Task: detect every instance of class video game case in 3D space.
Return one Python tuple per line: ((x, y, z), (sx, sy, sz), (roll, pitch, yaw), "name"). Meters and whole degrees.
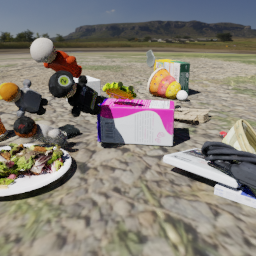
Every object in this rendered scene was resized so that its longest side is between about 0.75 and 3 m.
((2.226, 0.975, 7.358), (1.976, 0.231, 1.796), (16, 14, 39), "video game case")

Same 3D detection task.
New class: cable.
((3.070, 0.788, 6.471), (2.329, 0.725, 2.854), (0, 14, -40), "cable")

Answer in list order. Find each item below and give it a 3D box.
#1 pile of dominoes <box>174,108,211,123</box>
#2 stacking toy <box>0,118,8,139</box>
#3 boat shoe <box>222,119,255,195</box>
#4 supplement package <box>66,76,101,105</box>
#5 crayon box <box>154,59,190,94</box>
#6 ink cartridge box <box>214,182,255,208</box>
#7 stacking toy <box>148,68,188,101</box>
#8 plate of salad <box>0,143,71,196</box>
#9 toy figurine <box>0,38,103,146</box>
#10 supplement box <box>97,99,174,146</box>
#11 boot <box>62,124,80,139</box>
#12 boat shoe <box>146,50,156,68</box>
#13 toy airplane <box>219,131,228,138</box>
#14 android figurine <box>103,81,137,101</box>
((2.355, -0.509, 12.229), (2.216, 0.353, 1.727), (7, 19, 42), "pile of dominoes")
((-4.947, -0.492, 9.611), (1.325, 1.814, 1.325), (0, 19, 0), "stacking toy")
((3.090, 0.876, 6.194), (0.936, 0.807, 2.566), (1, 39, -25), "boat shoe")
((-2.328, -1.910, 14.433), (1.287, 1.278, 1.696), (-11, 22, -30), "supplement package")
((2.588, -3.133, 17.014), (0.771, 1.880, 2.990), (-8, 21, -22), "crayon box")
((2.562, 1.480, 6.386), (1.045, 0.231, 0.491), (14, 24, 34), "ink cartridge box")
((2.377, -2.189, 15.436), (1.677, 1.677, 2.295), (-18, 42, -42), "stacking toy")
((-3.011, 0.869, 7.416), (2.954, 0.709, 2.954), (0, 19, 0), "plate of salad")
((-2.518, -1.019, 8.724), (1.952, 2.762, 2.805), (30, 23, -56), "toy figurine")
((0.316, -0.235, 9.664), (2.529, 1.280, 1.307), (4, 19, 9), "supplement box")
((-2.236, 0.127, 10.137), (0.846, 0.313, 0.693), (20, 27, 35), "boot")
((0.977, -2.835, 11.621), (0.374, 0.326, 1.016), (-28, 43, 22), "boat shoe")
((3.725, 0.242, 9.981), (0.999, 0.184, 0.999), (0, 19, 0), "toy airplane")
((-0.281, -1.162, 9.031), (1.078, 0.243, 1.185), (18, -17, -19), "android figurine")
